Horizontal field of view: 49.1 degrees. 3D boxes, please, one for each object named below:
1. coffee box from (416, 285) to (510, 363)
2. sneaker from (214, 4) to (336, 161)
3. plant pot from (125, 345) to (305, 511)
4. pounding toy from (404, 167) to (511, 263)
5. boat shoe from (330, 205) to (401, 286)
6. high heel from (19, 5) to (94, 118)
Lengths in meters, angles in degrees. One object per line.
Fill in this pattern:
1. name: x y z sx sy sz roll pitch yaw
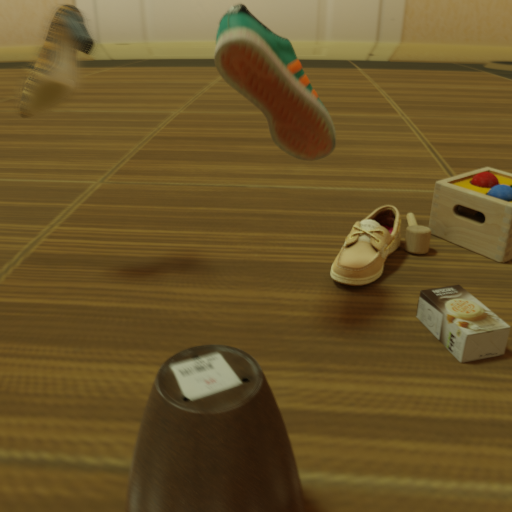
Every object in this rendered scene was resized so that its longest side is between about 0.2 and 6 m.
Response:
1. coffee box: 2.779 0.894 7.647 0.663 0.462 1.159 -7 27 -14
2. sneaker: 0.360 -2.285 7.475 0.878 2.461 0.984 -16 54 28
3. plant pot: -0.364 1.671 4.623 1.627 1.741 1.627 -1 26 0
4. pounding toy: 3.830 -0.887 10.411 2.657 1.215 2.334 -17 31 -31
5. boat shoe: 1.904 -0.257 9.593 0.857 0.804 2.324 13 29 24
6. high heel: -3.135 -2.960 8.501 0.604 1.691 1.206 25 28 -52
